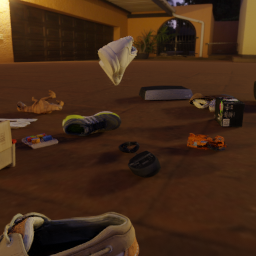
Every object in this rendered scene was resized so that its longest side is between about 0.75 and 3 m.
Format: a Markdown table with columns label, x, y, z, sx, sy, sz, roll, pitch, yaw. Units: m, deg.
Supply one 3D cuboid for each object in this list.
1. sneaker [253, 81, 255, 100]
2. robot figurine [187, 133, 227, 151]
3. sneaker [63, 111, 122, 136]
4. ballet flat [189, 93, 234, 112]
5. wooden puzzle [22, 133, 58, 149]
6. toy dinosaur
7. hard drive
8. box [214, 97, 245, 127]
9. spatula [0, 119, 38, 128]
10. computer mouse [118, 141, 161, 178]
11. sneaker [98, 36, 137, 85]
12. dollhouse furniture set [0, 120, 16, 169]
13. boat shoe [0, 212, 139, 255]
| label | x | y | z | sx | sy | sz | roll | pitch | yaw |
| --- | --- | --- | --- | --- | --- | --- | --- | --- | --- |
| sneaker | 7.289 | -1.800 | 13.848 | 1.581 | 1.095 | 2.619 | -3 | 24 | 8 |
| robot figurine | 2.266 | 0.401 | 7.987 | 1.082 | 0.315 | 0.785 | 5 | 19 | 17 |
| sneaker | -1.172 | -0.044 | 9.037 | 1.952 | 0.721 | 0.790 | -8 | 24 | -1 |
| ballet flat | 3.651 | -1.107 | 12.490 | 0.816 | 0.765 | 2.256 | -34 | 32 | -28 |
| wooden puzzle | -2.644 | 0.342 | 8.382 | 0.811 | 0.203 | 0.876 | -13 | 21 | -38 |
| toy dinosaur | -3.345 | -0.875 | 11.757 | 2.977 | 0.899 | 1.581 | 0 | 33 | 31 |
| hard drive | 2.037 | -1.936 | 15.298 | 2.646 | 0.560 | 1.785 | -3 | 17 | -9 |
| box | 3.698 | -0.605 | 10.319 | 0.748 | 0.894 | 1.203 | 1 | 17 | 4 |
| spatula | -4.472 | -0.197 | 10.278 | 1.880 | 0.151 | 1.307 | 1 | 18 | 3 |
| computer mouse | 0.229 | 0.757 | 6.909 | 0.646 | 0.375 | 2.204 | -28 | 18 | -8 |
| sneaker | -0.263 | -2.366 | 9.831 | 1.282 | 1.090 | 2.896 | -40 | 2 | -5 |
| dollhouse furniture set | -3.851 | 0.354 | 6.641 | 2.257 | 1.175 | 2.282 | 5 | 17 | 16 |
| boat shoe | -1.192 | 1.484 | 3.365 | 2.636 | 0.902 | 0.985 | -2 | 17 | -8 |
